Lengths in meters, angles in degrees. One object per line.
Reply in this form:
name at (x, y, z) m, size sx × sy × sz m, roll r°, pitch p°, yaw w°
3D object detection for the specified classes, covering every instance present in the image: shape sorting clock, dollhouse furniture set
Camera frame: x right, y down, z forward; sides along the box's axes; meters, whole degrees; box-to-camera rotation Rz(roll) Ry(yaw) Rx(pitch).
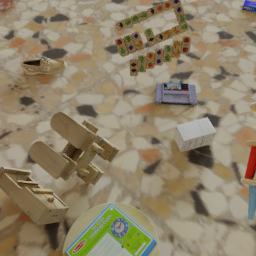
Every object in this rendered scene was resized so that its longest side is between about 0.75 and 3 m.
shape sorting clock at (-0.346, 2.457, 5.712) m, size 1.968 × 0.386 × 1.968 m, roll -1°, pitch 52°, yaw 1°
dollhouse furniture set at (-1.565, 0.716, 6.114) m, size 1.453 × 1.917 × 2.188 m, roll 34°, pitch 87°, yaw 21°

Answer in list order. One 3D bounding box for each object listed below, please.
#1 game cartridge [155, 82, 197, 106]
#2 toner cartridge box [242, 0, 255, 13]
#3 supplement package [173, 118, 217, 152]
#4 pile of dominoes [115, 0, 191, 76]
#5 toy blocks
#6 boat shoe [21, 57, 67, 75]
game cartridge at (1.437, -1.030, 8.421) m, size 1.218 × 0.234 × 0.789 m, roll 3°, pitch 58°, yaw 2°
toner cartridge box at (5.121, -4.844, 11.235) m, size 0.960 × 0.207 × 0.456 m, roll 20°, pitch 57°, yaw 14°
supplement package at (1.728, 0.176, 7.312) m, size 0.912 × 0.535 × 0.533 m, roll -14°, pitch 55°, yaw -10°
pile of dominoes at (0.614, -2.205, 6.827) m, size 1.809 × 0.288 × 1.410 m, roll -20°, pitch 95°, yaw 11°
toy blocks at (2.490, 0.562, 4.107) m, size 1.519 × 0.662 × 1.823 m, roll 5°, pitch 83°, yaw 38°
boat shoe at (-2.685, -2.027, 8.996) m, size 1.391 × 0.452 × 0.502 m, roll -6°, pitch 54°, yaw -5°
